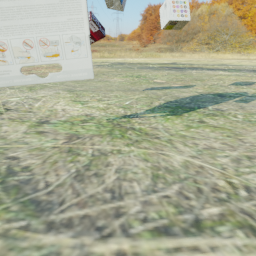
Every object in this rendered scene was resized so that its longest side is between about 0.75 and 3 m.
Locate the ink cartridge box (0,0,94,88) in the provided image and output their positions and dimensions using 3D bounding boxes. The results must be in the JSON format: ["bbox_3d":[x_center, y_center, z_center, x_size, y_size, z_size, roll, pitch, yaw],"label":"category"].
[{"bbox_3d":[-1.999,-2.421,5.928,2.374,2.927,0.734,-7,34,-7],"label":"ink cartridge box"}]

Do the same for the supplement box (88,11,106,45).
[{"bbox_3d":[-1.835,-3.500,10.494,1.774,0.540,0.965,-20,-33,22],"label":"supplement box"}]

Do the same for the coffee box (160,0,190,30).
[{"bbox_3d":[1.785,-4.336,10.698,0.868,0.877,0.878,-3,-4,-12],"label":"coffee box"}]

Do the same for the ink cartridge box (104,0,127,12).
[{"bbox_3d":[-0.159,-3.037,5.596,0.384,1.133,0.657,13,-2,7],"label":"ink cartridge box"}]
